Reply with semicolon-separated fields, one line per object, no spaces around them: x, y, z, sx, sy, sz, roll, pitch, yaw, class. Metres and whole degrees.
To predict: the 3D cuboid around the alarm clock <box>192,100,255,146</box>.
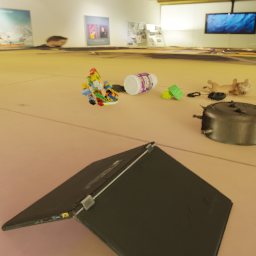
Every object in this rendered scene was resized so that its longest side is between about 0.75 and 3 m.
3.324;-0.206;7.916;2.739;0.912;1.847;4;20;2;alarm clock

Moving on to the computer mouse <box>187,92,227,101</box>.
3.346;-1.334;11.982;1.681;0.286;0.493;7;35;32;computer mouse

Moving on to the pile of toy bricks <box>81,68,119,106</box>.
-1.129;-1.516;10.022;1.037;0.923;1.870;-24;-19;17;pile of toy bricks

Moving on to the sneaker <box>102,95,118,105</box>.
-0.730;-1.143;11.160;0.337;0.383;0.906;18;26;40;sneaker

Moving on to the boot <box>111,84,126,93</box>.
-0.360;-1.858;13.339;1.068;0.393;0.403;1;0;-10;boot

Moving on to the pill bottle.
0.646;-2.101;13.063;0.914;0.914;1.629;16;25;37;pill bottle

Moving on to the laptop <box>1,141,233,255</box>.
-0.046;1.370;4.531;2.613;1.514;2.447;-22;5;33;laptop

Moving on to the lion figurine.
4.473;-1.794;12.728;2.109;0.764;1.292;-8;24;20;lion figurine

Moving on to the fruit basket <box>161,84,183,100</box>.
1.865;-1.450;11.994;0.873;0.630;0.873;-41;17;15;fruit basket
